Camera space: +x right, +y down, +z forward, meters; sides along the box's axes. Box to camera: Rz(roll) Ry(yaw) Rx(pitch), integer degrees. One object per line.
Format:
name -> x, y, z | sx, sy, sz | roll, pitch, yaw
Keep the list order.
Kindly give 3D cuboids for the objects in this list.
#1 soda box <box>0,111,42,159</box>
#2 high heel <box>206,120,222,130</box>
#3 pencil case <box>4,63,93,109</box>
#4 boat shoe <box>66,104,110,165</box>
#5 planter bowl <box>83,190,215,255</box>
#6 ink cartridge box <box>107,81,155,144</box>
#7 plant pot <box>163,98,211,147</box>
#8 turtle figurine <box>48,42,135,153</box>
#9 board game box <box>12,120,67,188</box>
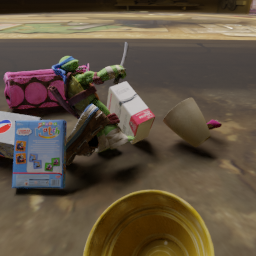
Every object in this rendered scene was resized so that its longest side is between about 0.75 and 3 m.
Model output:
soda box -> -3.085, 0.123, 6.536 | 2.399, 0.761, 0.819 | 8, 55, 16
high heel -> 2.097, 0.009, 7.287 | 0.391, 0.274, 0.814 | -52, 11, -12
pencil case -> -2.521, -1.367, 9.009 | 2.770, 1.298, 1.257 | -11, 59, -16
boat shoe -> -0.932, 0.295, 5.859 | 0.593, 1.640, 0.592 | 36, 33, 2
planter bowl -> 0.297, 1.668, 3.490 | 1.634, 0.680, 1.634 | -15, 50, 18
ink cartridge box -> 0.029, -0.389, 7.038 | 0.539, 0.926, 1.279 | -25, 64, -24
plant pot -> 1.510, -0.060, 6.770 | 0.924, 0.924, 0.987 | -23, 69, -38
turtle figurine -> -0.505, -0.715, 6.536 | 1.670, 2.251, 2.321 | -21, 3, 24
board game box -> -1.732, 0.508, 5.519 | 0.999, 1.321, 0.242 | 0, -6, 3
